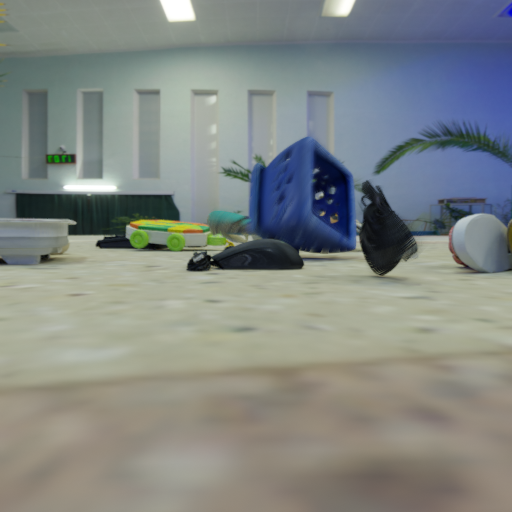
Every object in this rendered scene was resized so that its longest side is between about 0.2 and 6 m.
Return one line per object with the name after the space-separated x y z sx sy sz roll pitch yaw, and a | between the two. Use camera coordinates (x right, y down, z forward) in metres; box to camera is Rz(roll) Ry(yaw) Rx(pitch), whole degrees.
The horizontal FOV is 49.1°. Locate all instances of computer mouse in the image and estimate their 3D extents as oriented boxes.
-0.117 -0.020 6.424 1.347 0.355 0.933 0 2 -3 | computer mouse
1.173 -0.171 4.975 0.293 0.769 1.111 -24 -20 -5 | computer mouse

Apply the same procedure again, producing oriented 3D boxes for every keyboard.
-2.388 -0.455 15.042 2.279 0.487 3.796 1 4 14 | keyboard

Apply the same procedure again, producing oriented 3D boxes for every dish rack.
-4.130 -0.228 7.839 3.008 0.655 2.582 -1 2 -15 | dish rack

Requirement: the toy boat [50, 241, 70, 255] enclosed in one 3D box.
-4.040 -0.277 10.272 1.125 0.523 0.945 0 3 -2 | toy boat

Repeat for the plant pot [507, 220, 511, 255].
3.126 -0.211 5.705 0.882 0.937 0.937 -17 4 -4 | plant pot

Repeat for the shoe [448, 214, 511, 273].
2.443 -0.107 6.290 1.688 0.603 0.768 5 -3 -41 | shoe

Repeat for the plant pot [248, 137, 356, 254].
0.674 -0.806 8.764 1.280 1.423 1.424 -14 -29 35 | plant pot

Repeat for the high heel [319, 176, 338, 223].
1.260 -0.383 12.444 0.960 1.916 2.688 11 -34 -12 | high heel

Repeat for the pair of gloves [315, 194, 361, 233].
2.256 -0.777 12.506 1.999 0.351 1.700 40 12 37 | pair of gloves

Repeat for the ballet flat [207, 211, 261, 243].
-0.186 -0.514 10.329 1.606 0.605 0.545 4 27 31 | ballet flat

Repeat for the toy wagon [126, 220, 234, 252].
-1.618 -0.455 12.427 2.369 0.469 1.838 5 10 11 | toy wagon
